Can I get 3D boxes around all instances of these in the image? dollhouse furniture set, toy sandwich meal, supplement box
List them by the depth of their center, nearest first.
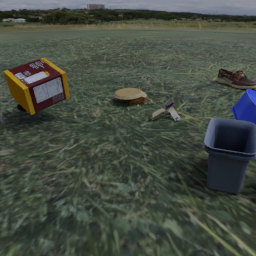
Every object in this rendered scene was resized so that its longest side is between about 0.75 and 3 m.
[{"bbox_3d":[-3.694,-1.773,11.468,1.833,1.217,1.808,-30,49,-30],"label":"supplement box"},{"bbox_3d":[1.640,-0.409,12.119,1.153,0.914,0.819,-28,73,-8],"label":"dollhouse furniture set"},{"bbox_3d":[0.094,-1.554,14.092,1.693,0.580,1.693,-3,25,2],"label":"toy sandwich meal"}]

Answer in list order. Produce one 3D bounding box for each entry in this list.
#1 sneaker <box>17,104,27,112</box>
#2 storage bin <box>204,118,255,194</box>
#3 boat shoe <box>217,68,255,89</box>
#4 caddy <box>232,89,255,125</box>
[{"bbox_3d":[-4.616,-1.155,13.332,1.512,0.454,0.789,-13,28,-37],"label":"sneaker"},{"bbox_3d":[2.935,0.785,7.923,1.535,1.417,2.109,9,27,19],"label":"storage bin"},{"bbox_3d":[6.468,-2.991,16.640,0.968,0.966,2.683,-14,28,-28],"label":"boat shoe"},{"bbox_3d":[4.951,-0.382,10.640,1.782,1.323,2.521,23,30,0],"label":"caddy"}]
